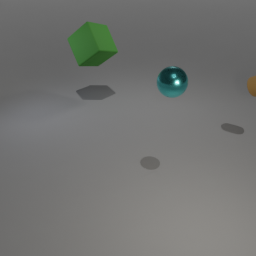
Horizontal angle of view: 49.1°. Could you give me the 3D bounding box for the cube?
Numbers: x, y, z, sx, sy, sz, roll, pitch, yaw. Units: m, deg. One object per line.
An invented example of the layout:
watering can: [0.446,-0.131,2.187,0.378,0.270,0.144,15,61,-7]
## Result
cube: [-1.581,-3.724,12.628,1.400,1.400,1.400,-25,-4,35]

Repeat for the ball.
ball: [0.989,-1.024,6.248,0.700,0.700,0.700,0,29,0]

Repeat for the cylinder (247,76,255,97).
cylinder: [4.529,-1.472,9.450,0.700,0.700,0.700,-22,4,-34]
